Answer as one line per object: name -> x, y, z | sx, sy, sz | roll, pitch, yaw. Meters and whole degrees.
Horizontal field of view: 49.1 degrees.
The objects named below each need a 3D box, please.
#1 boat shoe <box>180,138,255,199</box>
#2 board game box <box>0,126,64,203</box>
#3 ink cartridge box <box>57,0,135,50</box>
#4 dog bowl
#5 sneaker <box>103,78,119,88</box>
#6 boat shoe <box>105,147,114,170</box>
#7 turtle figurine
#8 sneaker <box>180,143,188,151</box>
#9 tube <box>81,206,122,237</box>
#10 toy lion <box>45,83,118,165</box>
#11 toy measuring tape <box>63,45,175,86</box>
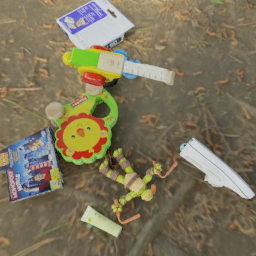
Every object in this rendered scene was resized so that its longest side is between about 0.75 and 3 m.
boat shoe -> 3.072, 1.564, 9.826 | 2.802, 1.031, 0.916 | 43, 101, 13
board game box -> -3.632, 1.376, 9.929 | 2.351, 0.726, 2.353 | -15, 66, -6
ink cartridge box -> -1.465, -4.632, 12.809 | 2.606, 0.565, 2.582 | -36, 70, -13
dog bowl -> -0.130, -2.700, 12.020 | 1.580, 0.392, 0.881 | 38, 70, 17
sneaker -> -0.951, -2.183, 11.719 | 0.878, 0.586, 1.532 | 2, 38, -31
boat shoe -> -0.690, 1.017, 10.289 | 0.375, 0.375, 1.065 | -19, 66, -6
turtle figurine -> 0.214, 1.717, 9.675 | 2.176, 0.869, 2.699 | 42, 82, 21
sneaker -> 2.445, 0.759, 10.398 | 0.974, 0.399, 0.360 | 3, 66, 1
tube -> -0.877, 3.149, 9.336 | 1.373, 0.356, 0.398 | 24, 29, 16
toy lion -> -1.526, -0.130, 10.463 | 2.828, 0.971, 2.711 | -35, 68, -15
toy measuring tape -> -0.250, -1.429, 6.978 | 2.762, 1.016, 1.016 | 12, 65, 1
